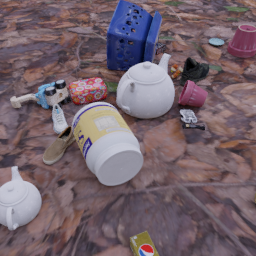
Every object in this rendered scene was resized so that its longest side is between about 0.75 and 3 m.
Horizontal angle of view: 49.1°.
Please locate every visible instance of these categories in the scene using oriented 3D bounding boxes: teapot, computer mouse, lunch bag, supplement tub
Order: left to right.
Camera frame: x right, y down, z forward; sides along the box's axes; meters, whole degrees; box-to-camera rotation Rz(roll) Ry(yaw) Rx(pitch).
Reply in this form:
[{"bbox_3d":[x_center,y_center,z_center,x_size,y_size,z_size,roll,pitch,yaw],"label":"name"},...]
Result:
[{"bbox_3d":[-2.938,1.861,7.292,1.321,0.965,1.304,24,47,24],"label":"teapot"},{"bbox_3d":[-1.673,-1.603,11.482,1.460,0.598,1.286,-14,43,-16],"label":"lunch bag"},{"bbox_3d":[-0.636,0.435,8.406,1.623,1.623,2.233,-16,44,-18],"label":"supplement tub"},{"bbox_3d":[0.655,-1.628,10.620,2.410,1.783,2.442,-5,42,-6],"label":"teapot"},{"bbox_3d":[2.175,-0.268,9.861,0.756,0.302,1.378,-1,27,-2],"label":"computer mouse"}]

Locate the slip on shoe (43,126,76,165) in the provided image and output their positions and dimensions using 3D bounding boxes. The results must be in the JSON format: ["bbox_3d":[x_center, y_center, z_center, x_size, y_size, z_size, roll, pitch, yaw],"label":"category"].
[{"bbox_3d":[-2.234,0.530,9.167,0.590,0.470,1.552,21,46,22],"label":"slip on shoe"}]

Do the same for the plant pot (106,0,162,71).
[{"bbox_3d":[0.310,-4.008,12.700,2.096,2.331,2.331,13,61,5],"label":"plant pot"}]

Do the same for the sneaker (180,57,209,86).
[{"bbox_3d":[3.052,-2.665,12.334,1.930,1.106,0.738,-31,52,-33],"label":"sneaker"}]

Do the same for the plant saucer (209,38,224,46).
[{"bbox_3d":[4.815,-4.648,15.267,0.819,0.158,0.819,0,42,0],"label":"plant saucer"}]

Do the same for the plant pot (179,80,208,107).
[{"bbox_3d":[2.556,-1.253,10.914,0.880,0.983,0.983,22,43,-1],"label":"plant pot"}]

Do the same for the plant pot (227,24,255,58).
[{"bbox_3d":[5.911,-4.466,14.220,1.426,1.276,1.426,0,41,0],"label":"plant pot"}]

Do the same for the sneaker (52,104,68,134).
[{"bbox_3d":[-2.511,-0.358,10.093,0.516,0.597,1.378,-15,45,-19],"label":"sneaker"}]

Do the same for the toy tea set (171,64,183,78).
[{"bbox_3d":[2.156,-2.579,12.900,0.524,0.326,0.882,41,46,0],"label":"toy tea set"}]

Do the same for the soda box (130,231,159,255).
[{"bbox_3d":[0.510,3.082,6.305,0.464,0.438,1.369,-16,44,-16],"label":"soda box"}]

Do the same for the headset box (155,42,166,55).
[{"bbox_3d":[1.473,-4.148,14.573,0.628,0.326,0.844,30,50,29],"label":"headset box"}]

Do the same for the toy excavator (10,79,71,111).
[{"bbox_3d":[-3.429,-1.221,11.005,1.778,0.888,1.729,11,39,31],"label":"toy excavator"}]

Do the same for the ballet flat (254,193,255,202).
[{"bbox_3d":[4.697,1.431,7.803,2.763,0.977,0.977,-20,45,-21],"label":"ballet flat"}]
